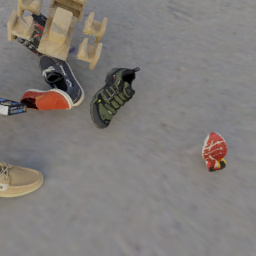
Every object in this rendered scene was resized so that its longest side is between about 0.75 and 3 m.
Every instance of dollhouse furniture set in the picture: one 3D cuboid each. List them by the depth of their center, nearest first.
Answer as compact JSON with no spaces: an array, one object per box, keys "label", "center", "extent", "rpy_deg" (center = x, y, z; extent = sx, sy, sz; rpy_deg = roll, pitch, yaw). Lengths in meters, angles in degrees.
[{"label":"dollhouse furniture set","center":[-2.085,-3.342,8.865],"extent":[2.549,1.805,2.775],"rpy_deg":[16,70,-17]}]

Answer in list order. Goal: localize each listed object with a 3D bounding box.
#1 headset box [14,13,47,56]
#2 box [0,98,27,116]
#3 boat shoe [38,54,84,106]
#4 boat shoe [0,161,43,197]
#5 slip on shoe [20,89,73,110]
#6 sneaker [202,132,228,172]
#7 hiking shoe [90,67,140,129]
[{"label":"headset box","center":[-2.877,-3.066,9.022],"extent":[0.982,1.321,0.495],"rpy_deg":[34,48,-30]},{"label":"box","center":[-3.358,-0.593,7.281],"extent":[1.080,1.088,0.270],"rpy_deg":[14,99,2]},{"label":"boat shoe","center":[-2.119,-1.584,8.307],"extent":[0.823,0.710,2.265],"rpy_deg":[-45,63,9]},{"label":"boat shoe","center":[-2.952,1.119,6.344],"extent":[1.975,0.637,0.704],"rpy_deg":[1,46,-17]},{"label":"slip on shoe","center":[-2.250,-0.718,7.704],"extent":[1.762,0.653,0.539],"rpy_deg":[8,46,27]},{"label":"sneaker","center":[1.934,0.498,6.507],"extent":[0.558,1.433,0.589],"rpy_deg":[-15,55,5]},{"label":"hiking shoe","center":[-0.338,-0.874,7.499],"extent":[0.976,0.734,1.938],"rpy_deg":[-3,60,46]}]
